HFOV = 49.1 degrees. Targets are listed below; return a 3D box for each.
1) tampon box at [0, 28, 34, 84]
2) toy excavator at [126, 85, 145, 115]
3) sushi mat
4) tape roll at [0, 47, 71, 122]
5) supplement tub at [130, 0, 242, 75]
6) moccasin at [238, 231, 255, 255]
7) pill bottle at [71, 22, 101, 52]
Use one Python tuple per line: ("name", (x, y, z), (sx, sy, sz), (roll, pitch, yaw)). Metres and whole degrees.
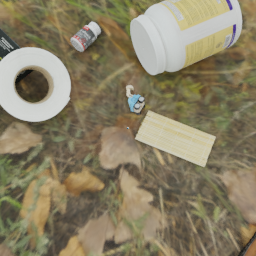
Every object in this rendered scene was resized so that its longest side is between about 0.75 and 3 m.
("tampon box", (-4.395, -2.011, 8.949), (1.964, 1.240, 1.472), (-42, 74, -15))
("toy excavator", (0.169, -0.942, 9.010), (0.845, 0.422, 0.822), (25, 69, 19))
("sushi mat", (1.446, 0.292, 8.624), (2.289, 0.139, 1.095), (22, 71, 8))
("tape roll", (-2.818, -1.256, 8.335), (2.148, 0.751, 2.148), (-2, 96, -24))
("supplement tub", (1.775, -3.083, 8.905), (2.939, 2.137, 2.137), (-25, 70, -9))
("moccasin", (3.295, 3.257, 7.230), (1.576, 0.576, 0.608), (-39, 64, -24))
("pill bottle", (-1.463, -3.201, 9.789), (0.588, 0.588, 1.015), (36, 73, 14))
